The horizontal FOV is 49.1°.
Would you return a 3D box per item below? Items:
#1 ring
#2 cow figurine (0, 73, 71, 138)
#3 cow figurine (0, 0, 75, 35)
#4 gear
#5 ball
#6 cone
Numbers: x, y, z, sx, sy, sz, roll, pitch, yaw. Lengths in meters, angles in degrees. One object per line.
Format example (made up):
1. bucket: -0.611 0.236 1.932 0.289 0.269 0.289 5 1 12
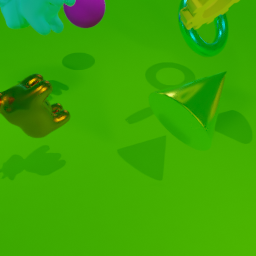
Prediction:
1. ring: 2.112 -2.895 7.727 1.885 1.885 0.377 -34 15 -32
2. cow figurine: -1.731 -0.258 4.268 1.350 1.372 0.753 -38 41 -14
3. cow figurine: -2.164 -2.859 6.373 1.638 1.664 0.914 44 36 5
4. gear: 1.439 -2.112 4.595 1.223 1.223 0.226 -27 83 -26
5. ball: -1.316 -3.680 8.461 1.263 1.263 1.263 0 42 0
6. cone: 1.296 -0.547 4.859 1.342 1.337 1.337 -45 56 -13
